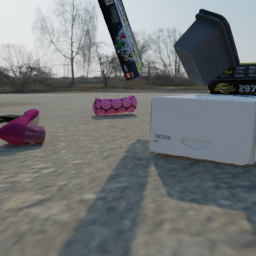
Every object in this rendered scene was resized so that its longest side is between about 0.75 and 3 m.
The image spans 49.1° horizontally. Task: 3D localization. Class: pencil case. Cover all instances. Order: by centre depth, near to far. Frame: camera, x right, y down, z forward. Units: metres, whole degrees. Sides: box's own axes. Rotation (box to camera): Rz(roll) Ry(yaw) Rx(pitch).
[{"bbox_3d":[-0.686,-1.139,13.927,2.206,1.001,1.034,-5,35,-30],"label":"pencil case"}]

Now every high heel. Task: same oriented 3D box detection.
[{"bbox_3d":[-3.006,-0.139,7.663,1.141,0.800,2.374,8,8,-27],"label":"high heel"}]

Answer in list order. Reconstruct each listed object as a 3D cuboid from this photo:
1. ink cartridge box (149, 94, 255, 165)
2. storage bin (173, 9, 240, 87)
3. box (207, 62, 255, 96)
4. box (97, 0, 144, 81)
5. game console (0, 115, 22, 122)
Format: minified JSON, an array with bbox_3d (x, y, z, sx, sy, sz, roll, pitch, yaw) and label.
[{"bbox_3d":[2.002,-0.164,6.601,2.095,1.220,2.898,5,10,26],"label":"ink cartridge box"},{"bbox_3d":[1.882,-1.946,7.111,1.213,1.120,1.667,46,-1,43],"label":"storage bin"},{"bbox_3d":[3.869,-0.789,7.918,2.953,2.358,0.729,4,55,28],"label":"box"},{"bbox_3d":[-0.187,-3.258,9.835,0.536,2.843,1.941,-16,20,13],"label":"box"},{"bbox_3d":[-5.051,-0.334,11.052,1.118,0.228,1.895,5,10,28],"label":"game console"}]
